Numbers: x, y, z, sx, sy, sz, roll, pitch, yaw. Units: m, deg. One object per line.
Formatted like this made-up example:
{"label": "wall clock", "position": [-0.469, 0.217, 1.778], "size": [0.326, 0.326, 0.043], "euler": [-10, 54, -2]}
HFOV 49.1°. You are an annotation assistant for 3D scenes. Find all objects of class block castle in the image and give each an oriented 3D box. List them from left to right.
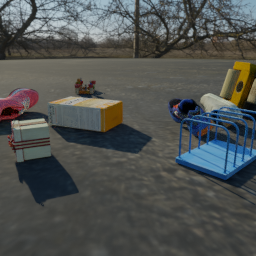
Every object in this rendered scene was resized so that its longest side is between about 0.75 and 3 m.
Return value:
{"label": "block castle", "position": [-2.340, -2.338, 15.379], "size": [1.042, 0.731, 1.559], "euler": [-1, 17, -1]}

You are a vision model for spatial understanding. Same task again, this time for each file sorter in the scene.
{"label": "file sorter", "position": [2.141, 0.226, 6.454], "size": [1.792, 1.100, 1.244], "euler": [-17, 23, -42]}

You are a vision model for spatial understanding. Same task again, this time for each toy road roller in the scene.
{"label": "toy road roller", "position": [5.060, -1.294, 10.459], "size": [2.143, 1.804, 2.935], "euler": [12, 15, -13]}

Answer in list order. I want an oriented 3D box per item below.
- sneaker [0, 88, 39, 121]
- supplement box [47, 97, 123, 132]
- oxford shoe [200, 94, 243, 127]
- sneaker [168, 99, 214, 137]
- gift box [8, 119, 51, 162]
{"label": "sneaker", "position": [-4.159, -0.751, 10.377], "size": [1.125, 0.956, 2.593], "euler": [23, 29, 23]}
{"label": "supplement box", "position": [-1.400, -0.514, 9.341], "size": [2.135, 0.785, 1.346], "euler": [7, 18, 23]}
{"label": "oxford shoe", "position": [3.041, -0.625, 9.825], "size": [0.714, 0.930, 2.474], "euler": [-38, 18, 2]}
{"label": "sneaker", "position": [1.858, -0.576, 8.752], "size": [0.853, 0.889, 2.266], "euler": [-33, 26, -5]}
{"label": "gift box", "position": [-2.428, 0.197, 6.802], "size": [0.921, 0.986, 0.910], "euler": [-9, 14, -23]}
